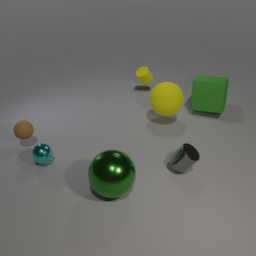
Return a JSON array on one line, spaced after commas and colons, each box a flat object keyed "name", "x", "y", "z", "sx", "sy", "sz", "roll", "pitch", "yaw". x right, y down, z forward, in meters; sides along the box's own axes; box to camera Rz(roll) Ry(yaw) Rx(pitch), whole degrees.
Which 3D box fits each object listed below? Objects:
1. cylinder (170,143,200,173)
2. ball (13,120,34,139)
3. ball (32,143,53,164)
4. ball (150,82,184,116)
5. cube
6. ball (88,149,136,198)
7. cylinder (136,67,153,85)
[{"name": "cylinder", "x": 1.828, "y": 0.966, "z": 9.045, "sx": 0.700, "sy": 0.700, "sz": 0.700, "roll": 23, "pitch": 40, "yaw": -20}, {"name": "ball", "x": -3.827, "y": 0.072, "z": 10.280, "sx": 0.700, "sy": 0.700, "sz": 0.700, "roll": 0, "pitch": 31, "yaw": 0}, {"name": "ball", "x": -2.909, "y": 0.869, "z": 9.521, "sx": 0.700, "sy": 0.700, "sz": 0.700, "roll": 0, "pitch": 31, "yaw": 0}, {"name": "ball", "x": 1.609, "y": -1.213, "z": 11.711, "sx": 1.400, "sy": 1.400, "sz": 1.400, "roll": 0, "pitch": 31, "yaw": 0}, {"name": "cube", "x": 3.735, "y": -1.569, "z": 12.785, "sx": 1.400, "sy": 1.400, "sz": 1.400, "roll": 9, "pitch": 21, "yaw": 22}, {"name": "ball", "x": -0.466, "y": 1.328, "z": 8.186, "sx": 1.400, "sy": 1.400, "sz": 1.400, "roll": 0, "pitch": 31, "yaw": 0}, {"name": "cylinder", "x": 0.870, "y": -2.752, "z": 14.783, "sx": 0.700, "sy": 0.700, "sz": 0.700, "roll": -16, "pitch": 52, "yaw": 21}]
